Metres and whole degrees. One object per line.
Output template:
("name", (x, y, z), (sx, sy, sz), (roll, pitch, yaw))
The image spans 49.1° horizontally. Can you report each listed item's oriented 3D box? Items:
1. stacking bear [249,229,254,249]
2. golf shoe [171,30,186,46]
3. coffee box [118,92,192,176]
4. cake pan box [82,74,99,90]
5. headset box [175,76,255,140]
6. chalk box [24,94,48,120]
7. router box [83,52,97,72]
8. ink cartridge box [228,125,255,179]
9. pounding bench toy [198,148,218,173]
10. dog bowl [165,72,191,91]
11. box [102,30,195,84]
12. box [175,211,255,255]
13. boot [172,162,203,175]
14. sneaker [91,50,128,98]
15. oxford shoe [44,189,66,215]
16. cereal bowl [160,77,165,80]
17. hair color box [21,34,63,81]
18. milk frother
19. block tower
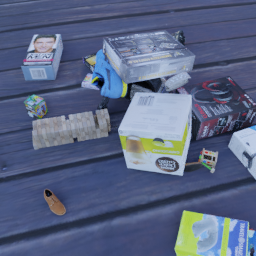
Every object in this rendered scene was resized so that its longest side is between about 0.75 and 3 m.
("stacking bear", (3.232, 3.257, 7.902), (0.869, 0.528, 0.494), (-23, 46, -11))
("golf shoe", (2.182, -4.092, 14.620), (1.197, 0.985, 2.534), (0, 44, 30))
("coffee box", (1.035, 0.171, 9.541), (1.978, 1.959, 1.981), (5, 44, 18))
("cake pan box", (-1.605, -2.172, 13.135), (0.904, 0.237, 0.833), (13, 50, 12))
("headset box", (3.323, -0.826, 11.280), (2.854, 1.071, 2.121), (-14, 48, -13))
("chalk box", (-3.783, -0.936, 11.458), (0.607, 0.972, 0.602), (23, 51, 20))
("router box", (-1.394, -3.409, 14.186), (1.425, 0.372, 1.120), (-28, 53, -24))
("ink cartridge box", (4.757, 0.886, 9.851), (1.401, 0.808, 1.931), (-16, 49, -15))
("pounding bench toy", (2.776, 1.175, 9.826), (0.586, 0.467, 0.751), (13, 48, 12))
("dog bowl", (1.594, -1.507, 9.056), (0.884, 0.884, 0.259), (-23, 83, -20))
("box", (0.718, -2.724, 10.393), (2.776, 0.671, 2.199), (-15, 48, -21))
("box", (2.437, 3.086, 7.694), (2.052, 0.489, 1.251), (3, 44, 24))
("boot", (2.003, 1.290, 9.779), (1.164, 0.428, 0.439), (-8, 41, -4))
("sneaker", (-0.972, -2.223, 10.863), (1.135, 0.955, 2.896), (-4, 45, -22))
("oxford shoe", (-2.347, 2.330, 8.818), (0.374, 0.374, 1.049), (-35, 58, -30))
("cereal bowl", (1.308, -1.970, 12.752), (0.915, 0.381, 0.915), (9, 58, -15))
("hair color box", (-4.198, -3.583, 14.007), (1.432, 0.877, 2.894), (-1, 46, -1))
("milk frother", (0.247, -1.259, 11.485), (2.314, 2.220, 2.460), (25, 92, 22))
("block tower", (-2.155, 0.020, 10.669), (2.961, 0.856, 0.800), (-11, 48, -9))
